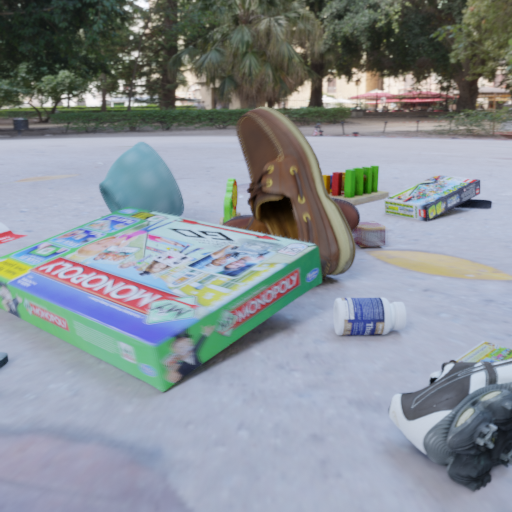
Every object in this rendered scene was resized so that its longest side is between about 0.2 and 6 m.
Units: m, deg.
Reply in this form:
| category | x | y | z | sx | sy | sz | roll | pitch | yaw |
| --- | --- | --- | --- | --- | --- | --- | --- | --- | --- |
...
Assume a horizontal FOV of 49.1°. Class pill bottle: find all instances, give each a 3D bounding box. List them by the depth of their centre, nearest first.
| category | x | y | z | sx | sy | sz | roll | pitch | yaw |
| --- | --- | --- | --- | --- | --- | --- | --- | --- | --- |
| pill bottle | 1.383 | 0.740 | 6.852 | 0.824 | 0.457 | 0.457 | -1 | 15 | -1 |

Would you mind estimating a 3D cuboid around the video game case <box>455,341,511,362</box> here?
| category | x | y | z | sx | sy | sz | roll | pitch | yaw |
| --- | --- | --- | --- | --- | --- | --- | --- | --- | --- |
| video game case | 2.601 | 1.182 | 5.919 | 0.892 | 0.102 | 0.812 | -16 | 22 | -42 |

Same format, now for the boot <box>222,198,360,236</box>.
| category | x | y | z | sx | sy | sz | roll | pitch | yaw |
| --- | --- | --- | --- | --- | --- | --- | --- | --- | --- |
| boot | 0.360 | -0.217 | 9.152 | 2.622 | 0.954 | 2.785 | 0 | 17 | 11 |

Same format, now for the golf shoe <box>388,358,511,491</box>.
| category | x | y | z | sx | sy | sz | roll | pitch | yaw |
| --- | --- | --- | --- | --- | --- | --- | --- | --- | --- |
| golf shoe | 2.044 | 1.125 | 4.798 | 2.095 | 0.814 | 0.990 | -9 | 18 | -34 |

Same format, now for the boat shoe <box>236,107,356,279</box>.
| category | x | y | z | sx | sy | sz | roll | pitch | yaw |
| --- | --- | --- | --- | --- | --- | --- | --- | --- | --- |
| boat shoe | 0.417 | -1.047 | 8.957 | 1.070 | 3.167 | 1.140 | -15 | -19 | -32 |

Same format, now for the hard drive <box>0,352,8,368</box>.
| category | x | y | z | sx | sy | sz | roll | pitch | yaw |
| --- | --- | --- | --- | --- | --- | --- | --- | --- | --- |
| hard drive | -3.026 | 1.207 | 5.756 | 0.562 | 0.132 | 0.805 | 2 | 15 | 6 |

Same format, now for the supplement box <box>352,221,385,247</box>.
| category | x | y | z | sx | sy | sz | roll | pitch | yaw |
| --- | --- | --- | --- | --- | --- | --- | --- | --- | --- |
| supplement box | 2.223 | -0.442 | 11.188 | 0.505 | 0.398 | 0.771 | -5 | 12 | -3 |

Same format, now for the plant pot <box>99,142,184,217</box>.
| category | x | y | z | sx | sy | sz | roll | pitch | yaw |
| --- | --- | --- | --- | --- | --- | --- | --- | --- | --- |
| plant pot | -2.709 | -1.427 | 12.682 | 1.284 | 1.916 | 1.916 | -34 | 29 | -22 |

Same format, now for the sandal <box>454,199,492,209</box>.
| category | x | y | z | sx | sy | sz | roll | pitch | yaw |
| --- | --- | --- | --- | --- | --- | --- | --- | --- | --- |
| sandal | 5.484 | -1.561 | 15.410 | 1.867 | 0.400 | 0.710 | 3 | 15 | 10 |

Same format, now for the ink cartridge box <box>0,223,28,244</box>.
| category | x | y | z | sx | sy | sz | roll | pitch | yaw |
| --- | --- | --- | --- | --- | --- | --- | --- | --- | --- |
| ink cartridge box | -5.578 | -0.489 | 11.744 | 1.165 | 0.292 | 0.937 | 3 | 16 | 18 |

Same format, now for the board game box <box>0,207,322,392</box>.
| category | x | y | z | sx | sy | sz | roll | pitch | yaw |
| --- | --- | --- | --- | --- | --- | --- | --- | --- | --- |
| board game box | -1.551 | 0.253 | 7.524 | 4.048 | 0.589 | 2.724 | 13 | 30 | 40 |

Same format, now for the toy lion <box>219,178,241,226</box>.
| category | x | y | z | sx | sy | sz | roll | pitch | yaw |
| --- | --- | --- | --- | --- | --- | --- | --- | --- | --- |
| toy lion | -0.586 | -1.242 | 12.961 | 0.385 | 1.074 | 1.120 | 2 | 16 | 7 |

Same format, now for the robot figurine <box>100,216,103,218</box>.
| category | x | y | z | sx | sy | sz | roll | pitch | yaw |
| --- | --- | --- | --- | --- | --- | --- | --- | --- | --- |
| robot figurine | -3.079 | -0.495 | 11.177 | 0.550 | 0.663 | 0.882 | 26 | 19 | 1 |

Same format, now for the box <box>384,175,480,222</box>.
| category | x | y | z | sx | sy | sz | roll | pitch | yaw |
| --- | --- | --- | --- | --- | --- | --- | --- | --- | --- |
| box | 4.560 | -1.530 | 14.444 | 2.376 | 0.412 | 1.308 | -25 | 27 | -34 |

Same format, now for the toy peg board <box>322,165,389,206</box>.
| category | x | y | z | sx | sy | sz | roll | pitch | yaw |
| --- | --- | --- | --- | --- | --- | --- | --- | --- | --- |
| toy peg board | 2.610 | -2.194 | 16.654 | 1.985 | 0.975 | 1.993 | 14 | 20 | 41 |
